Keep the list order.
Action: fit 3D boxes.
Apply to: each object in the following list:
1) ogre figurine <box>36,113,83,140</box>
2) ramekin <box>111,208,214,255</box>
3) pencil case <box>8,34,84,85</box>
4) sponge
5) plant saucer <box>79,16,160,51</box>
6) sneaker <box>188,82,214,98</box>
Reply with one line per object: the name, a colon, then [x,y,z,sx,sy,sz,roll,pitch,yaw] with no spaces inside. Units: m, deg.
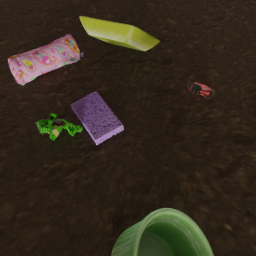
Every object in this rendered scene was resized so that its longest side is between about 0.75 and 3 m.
ogre figurine: [-1.996,-0.050,7.916,1.292,0.634,0.775,-25,35,-36]
ramekin: [0.617,2.582,5.122,1.980,0.967,1.980,22,50,-29]
pencil case: [-2.821,-2.357,9.672,2.438,1.066,1.066,-30,56,-23]
sponge: [-0.951,-0.344,8.439,0.938,0.251,1.682,-31,56,-12]
plant saucer: [-0.294,-3.252,9.915,2.212,0.530,2.216,20,12,25]
sneaker: [2.330,-1.278,9.161,0.975,0.359,0.423,17,30,-20]
